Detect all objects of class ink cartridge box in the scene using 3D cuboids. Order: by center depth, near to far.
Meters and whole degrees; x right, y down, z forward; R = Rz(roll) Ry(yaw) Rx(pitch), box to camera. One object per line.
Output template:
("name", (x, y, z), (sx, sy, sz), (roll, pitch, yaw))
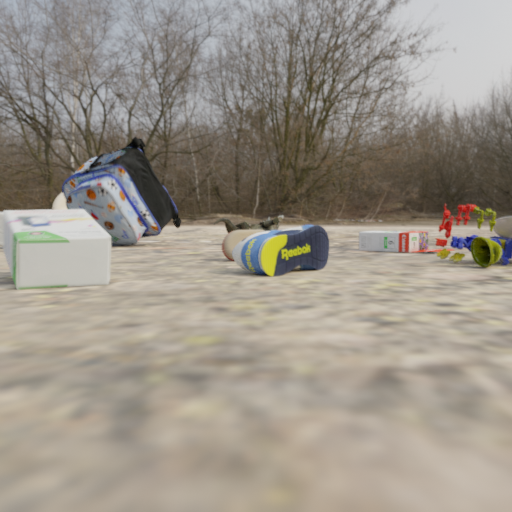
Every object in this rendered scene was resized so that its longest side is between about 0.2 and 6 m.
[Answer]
("ink cartridge box", (-2.203, -0.111, 6.109), (0.928, 0.559, 1.277), (-3, 17, -29))
("ink cartridge box", (3.102, -0.303, 11.605), (1.723, 0.434, 0.939), (2, 4, 40))

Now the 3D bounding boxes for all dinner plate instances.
("dinner plate", (4.429, -0.175, 8.346), (1.803, 0.219, 1.803), (18, -7, 2))

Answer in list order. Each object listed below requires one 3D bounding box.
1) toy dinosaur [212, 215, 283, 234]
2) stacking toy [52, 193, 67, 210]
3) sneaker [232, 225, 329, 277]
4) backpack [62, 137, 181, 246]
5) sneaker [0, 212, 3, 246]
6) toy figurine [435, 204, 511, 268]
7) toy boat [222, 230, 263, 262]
("toy dinosaur", (-0.108, -0.584, 14.546), (2.357, 0.907, 1.206), (-9, -4, -30))
("stacking toy", (-6.137, -1.067, 18.444), (1.692, 1.692, 2.316), (-3, -14, -38))
("sneaker", (0.381, -0.089, 7.341), (0.694, 0.624, 1.688), (0, 2, 38))
("backpack", (-3.512, -1.361, 13.857), (2.424, 2.545, 1.960), (-2, 33, 38))
("sneaker", (-5.410, -0.531, 13.344), (2.216, 0.810, 1.240), (6, -3, -27))
("toy figurine", (3.550, -0.267, 8.438), (1.012, 0.891, 1.690), (8, 5, -8))
("toy boat", (-0.179, -0.124, 9.218), (0.816, 0.532, 0.533), (-1, -20, -22))
